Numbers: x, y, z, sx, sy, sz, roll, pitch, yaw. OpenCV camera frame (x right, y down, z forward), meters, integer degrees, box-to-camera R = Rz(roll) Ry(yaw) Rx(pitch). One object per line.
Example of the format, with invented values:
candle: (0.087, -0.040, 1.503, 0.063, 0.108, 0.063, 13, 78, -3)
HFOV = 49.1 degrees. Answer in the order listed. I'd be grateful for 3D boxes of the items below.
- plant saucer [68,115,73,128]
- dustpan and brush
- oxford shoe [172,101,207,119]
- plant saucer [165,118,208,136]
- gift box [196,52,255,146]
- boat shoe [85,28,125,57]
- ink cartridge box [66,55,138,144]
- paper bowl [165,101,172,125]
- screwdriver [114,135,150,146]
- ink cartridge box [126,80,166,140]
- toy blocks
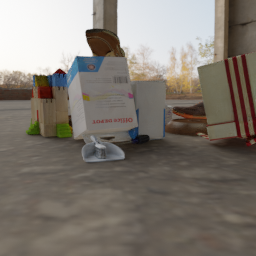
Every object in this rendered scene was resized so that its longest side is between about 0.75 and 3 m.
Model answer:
plant saucer: (-1.475, -0.262, 10.947, 2.421, 0.388, 2.421, -1, 7, 0)
dustpan and brush: (-0.629, 0.399, 5.923, 0.840, 0.345, 1.204, -3, 8, -20)
oxford shoe: (3.180, -0.791, 11.916, 2.687, 0.979, 0.958, 8, 2, 19)
plant saucer: (2.260, -0.078, 9.533, 2.134, 0.390, 2.134, 1, 7, 0)
gift box: (2.940, -0.686, 7.450, 2.324, 2.170, 2.144, -12, 1, 30)
boat shoe: (-0.745, -2.742, 10.493, 1.078, 1.052, 2.849, 2, -7, 18)
ink cartridge box: (-0.756, -0.642, 7.655, 1.429, 2.223, 1.392, -4, -10, -25)
paper bowl: (0.699, -0.801, 11.893, 2.357, 1.226, 2.357, -1, 7, 0)
screwdriver: (0.004, 0.326, 6.841, 0.242, 0.232, 1.664, 40, 27, 32)
ink cartridge box: (0.176, -0.614, 8.658, 0.957, 1.644, 2.274, -3, 8, -24)
toy blocks: (-2.640, -0.879, 9.235, 1.481, 2.026, 2.964, -4, 8, -28)
